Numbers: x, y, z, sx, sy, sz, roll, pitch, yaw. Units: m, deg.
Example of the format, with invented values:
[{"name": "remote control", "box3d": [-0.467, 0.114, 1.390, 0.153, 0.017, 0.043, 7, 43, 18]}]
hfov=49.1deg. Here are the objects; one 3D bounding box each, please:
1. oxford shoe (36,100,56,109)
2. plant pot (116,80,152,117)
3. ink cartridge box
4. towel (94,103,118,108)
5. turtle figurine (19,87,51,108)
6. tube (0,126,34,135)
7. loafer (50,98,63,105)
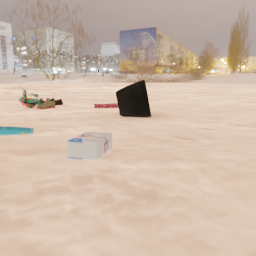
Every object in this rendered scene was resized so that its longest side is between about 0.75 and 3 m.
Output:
[{"name": "oxford shoe", "box3d": [-4.619, -1.341, 15.654, 0.464, 0.492, 1.316, 6, 13, 27]}, {"name": "plant pot", "box3d": [0.233, -1.302, 13.204, 1.442, 1.622, 1.626, -11, 11, 2]}, {"name": "ink cartridge box", "box3d": [-0.941, 0.426, 7.155, 0.793, 0.464, 1.097, 3, 11, 16]}, {"name": "towel", "box3d": [-1.101, -1.338, 16.402, 1.765, 0.198, 1.276, -2, 11, -7]}, {"name": "turtle figurine", "box3d": [-5.443, -1.615, 15.764, 1.511, 1.016, 2.018, 25, 7, 29]}, {"name": "tube", "box3d": [-3.779, 0.079, 9.361, 1.193, 0.301, 0.462, 0, 25, -15]}, {"name": "loafer", "box3d": [-4.608, -1.618, 17.123, 1.240, 0.442, 0.453, -5, 12, -21]}]
